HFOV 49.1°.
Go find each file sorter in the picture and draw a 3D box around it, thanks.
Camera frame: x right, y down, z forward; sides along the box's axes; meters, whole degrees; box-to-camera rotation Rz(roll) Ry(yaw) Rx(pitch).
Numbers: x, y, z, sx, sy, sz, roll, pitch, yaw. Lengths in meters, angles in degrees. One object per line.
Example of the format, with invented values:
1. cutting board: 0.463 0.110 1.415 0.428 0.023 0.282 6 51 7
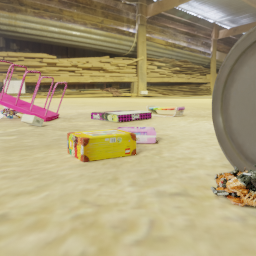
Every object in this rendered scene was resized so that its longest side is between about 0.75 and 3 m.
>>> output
1. file sorter: -4.215 -1.615 11.877 2.733 1.714 1.899 21 8 -1

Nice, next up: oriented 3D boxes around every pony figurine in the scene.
1. pony figurine: -5.307 -0.739 12.416 1.025 0.884 1.062 17 1 35

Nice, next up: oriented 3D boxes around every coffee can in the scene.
1. coffee can: 2.955 -0.315 3.872 2.873 2.103 2.103 -4 8 -30

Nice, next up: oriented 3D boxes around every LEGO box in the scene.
1. LEGO box: -0.517 0.307 5.467 1.119 0.432 0.834 -4 9 -30

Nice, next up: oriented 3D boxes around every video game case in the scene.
1. video game case: -0.285 -0.542 12.034 1.974 0.353 1.789 -7 11 -44

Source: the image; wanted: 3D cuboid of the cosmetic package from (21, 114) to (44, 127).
1. cosmetic package: -3.326 -0.262 9.742 0.784 0.287 0.406 7 -16 43

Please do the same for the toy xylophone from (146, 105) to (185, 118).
1. toy xylophone: 1.711 -0.809 13.524 1.951 0.490 1.429 5 10 34

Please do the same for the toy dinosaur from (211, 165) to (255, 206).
1. toy dinosaur: 1.311 0.695 3.110 0.675 0.508 0.995 -14 27 1

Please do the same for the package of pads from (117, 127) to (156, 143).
1. package of pads: 0.196 0.164 6.796 0.971 0.367 0.585 0 5 3
